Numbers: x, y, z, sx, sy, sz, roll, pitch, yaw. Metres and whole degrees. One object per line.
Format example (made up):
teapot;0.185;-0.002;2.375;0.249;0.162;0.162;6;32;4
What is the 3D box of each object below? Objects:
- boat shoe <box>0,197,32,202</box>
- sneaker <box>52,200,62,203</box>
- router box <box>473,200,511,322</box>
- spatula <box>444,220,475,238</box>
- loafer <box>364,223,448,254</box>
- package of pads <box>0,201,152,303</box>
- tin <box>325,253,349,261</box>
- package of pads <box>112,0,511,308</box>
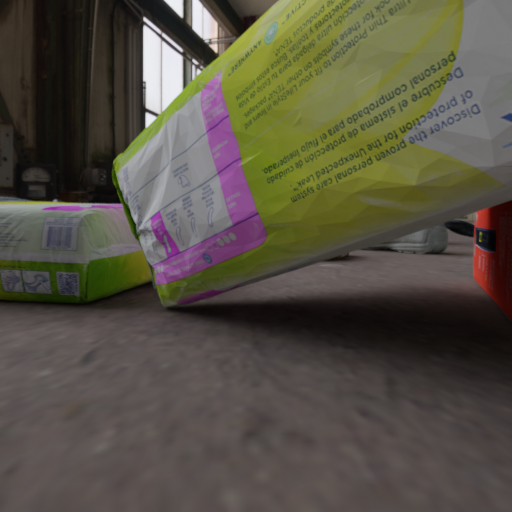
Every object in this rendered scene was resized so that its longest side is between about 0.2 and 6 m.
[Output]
boat shoe;-5.497;-0.604;11.001;2.606;0.808;0.938;-6;34;-27
sneaker;-4.894;-0.564;12.931;1.241;1.055;2.836;-21;4;-17
router box;3.622;-0.005;4.147;3.542;0.865;3.179;1;4;17
spatula;3.546;-0.180;8.549;2.659;0.273;0.751;20;-11;-43
loafer;2.683;-0.596;11.405;0.977;0.975;2.793;-3;5;-36
package of pads;-1.964;-0.133;5.801;1.954;0.863;2.529;1;5;14
tin;1.099;-0.110;9.568;0.885;0.331;1.580;-3;3;21
package of pads;1.087;-0.905;3.786;3.081;1.360;3.989;-18;-2;-38
